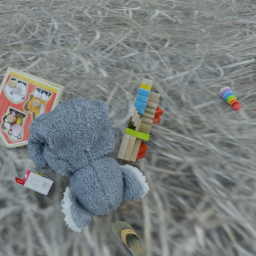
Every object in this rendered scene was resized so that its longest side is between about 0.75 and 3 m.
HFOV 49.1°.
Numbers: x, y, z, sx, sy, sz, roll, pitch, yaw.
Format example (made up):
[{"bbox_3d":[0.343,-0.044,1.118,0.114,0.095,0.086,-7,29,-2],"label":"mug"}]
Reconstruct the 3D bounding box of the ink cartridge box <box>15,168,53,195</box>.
[{"bbox_3d":[-2.179,1.181,6.451,0.735,0.837,0.351,29,78,-20],"label":"ink cartridge box"}]

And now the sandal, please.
[{"bbox_3d":[0.038,2.258,5.688,0.381,0.256,0.949,-37,58,-17],"label":"sandal"}]

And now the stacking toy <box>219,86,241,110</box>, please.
[{"bbox_3d":[3.437,-0.944,9.337,0.402,0.402,0.943,-10,51,-11],"label":"stacking toy"}]

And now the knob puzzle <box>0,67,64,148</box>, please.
[{"bbox_3d":[-2.995,-0.463,7.778,2.352,0.326,2.352,-1,86,14],"label":"knob puzzle"}]

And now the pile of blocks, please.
[{"bbox_3d":[0.487,-0.262,7.567,0.848,1.120,2.729,17,64,1],"label":"pile of blocks"}]

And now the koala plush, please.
[{"bbox_3d":[-0.892,0.808,6.245,2.234,2.315,2.519,-21,79,-18],"label":"koala plush"}]
